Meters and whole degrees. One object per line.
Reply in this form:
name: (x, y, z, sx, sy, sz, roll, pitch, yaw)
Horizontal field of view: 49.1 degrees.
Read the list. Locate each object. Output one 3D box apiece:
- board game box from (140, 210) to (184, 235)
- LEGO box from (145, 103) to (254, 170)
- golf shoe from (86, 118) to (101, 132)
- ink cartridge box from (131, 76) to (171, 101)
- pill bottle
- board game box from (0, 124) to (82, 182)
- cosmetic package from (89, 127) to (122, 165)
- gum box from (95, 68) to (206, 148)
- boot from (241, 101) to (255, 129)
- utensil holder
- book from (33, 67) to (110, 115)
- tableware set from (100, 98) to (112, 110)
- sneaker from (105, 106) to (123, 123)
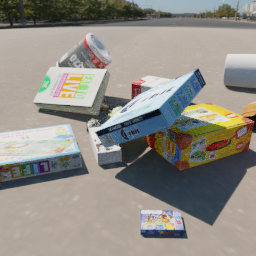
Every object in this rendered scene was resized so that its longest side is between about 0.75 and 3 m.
board game box: (0.651, 1.851, 5.527, 0.829, 0.143, 0.561, 1, 25, 2)
LEGO box: (2.042, 0.123, 8.289, 2.503, 0.966, 1.864, -12, 27, -24)
golf shoe: (-1.176, -0.109, 9.588, 0.397, 0.327, 0.840, 4, 26, 9)
ink cartridge box: (1.417, -1.534, 12.000, 2.106, 0.882, 1.519, 15, 29, 30)
pill bottle: (-2.187, -2.760, 12.536, 2.741, 1.561, 1.561, -34, 14, 23)
board game box: (-2.884, 0.650, 7.718, 2.881, 0.493, 1.937, -8, 26, -17)
cosmetic package: (-0.706, 0.455, 8.243, 0.683, 0.419, 1.654, -6, 25, -15)
gum box: (0.640, -0.542, 7.349, 2.126, 0.557, 2.502, -20, 17, 41)
boot: (5.110, -0.382, 9.647, 2.271, 0.837, 1.757, 3, 22, 35)
utensil holder: (5.910, -2.846, 13.962, 1.991, 1.692, 1.692, 8, 26, 22)
book: (-2.221, -1.550, 11.149, 2.736, 0.658, 1.828, 6, 65, 23)
tableware set: (-1.187, -0.998, 11.655, 0.761, 0.231, 1.152, 1, 28, -27)
sneaker: (0.039, -0.151, 8.631, 0.833, 0.822, 2.180, 31, 21, 23)
